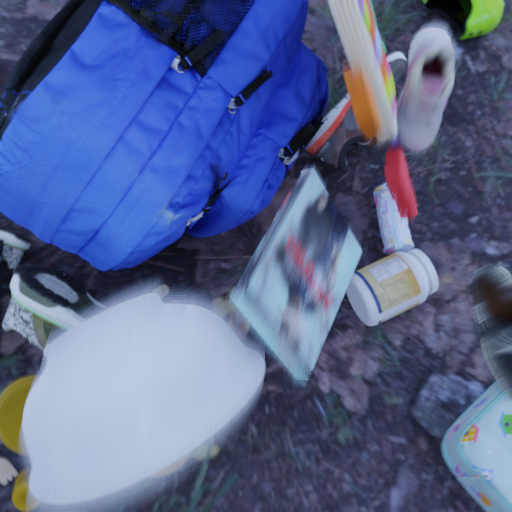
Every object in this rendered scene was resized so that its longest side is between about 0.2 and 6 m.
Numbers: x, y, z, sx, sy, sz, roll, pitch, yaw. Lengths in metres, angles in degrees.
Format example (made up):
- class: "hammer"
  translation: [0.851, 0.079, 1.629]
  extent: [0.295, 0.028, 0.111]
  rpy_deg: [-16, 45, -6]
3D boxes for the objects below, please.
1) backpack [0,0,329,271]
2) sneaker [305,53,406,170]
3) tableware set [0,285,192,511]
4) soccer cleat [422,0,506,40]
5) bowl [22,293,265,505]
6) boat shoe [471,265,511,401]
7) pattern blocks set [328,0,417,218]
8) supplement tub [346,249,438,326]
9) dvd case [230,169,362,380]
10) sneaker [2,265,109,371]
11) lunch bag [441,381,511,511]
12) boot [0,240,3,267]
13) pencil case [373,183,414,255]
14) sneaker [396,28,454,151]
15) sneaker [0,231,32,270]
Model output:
- class: "backpack"
  translation: [-1.547, -2.116, 8.961]
  extent: [4.263, 4.128, 5.080]
  rpy_deg: [37, 69, -11]
- class: "sneaker"
  translation: [2.162, -2.761, 11.033]
  extent: [1.132, 1.066, 2.766]
  rpy_deg: [42, 82, -1]
- class: "tableware set"
  translation: [-2.267, 2.478, 8.917]
  extent: [3.953, 0.607, 2.663]
  rpy_deg: [-36, 95, -8]
- class: "soccer cleat"
  translation: [3.905, -6.069, 12.031]
  extent: [1.361, 1.134, 3.359]
  rpy_deg: [-28, 75, -22]
- class: "bowl"
  translation: [-1.552, 1.381, 6.780]
  extent: [3.083, 3.083, 1.386]
  rpy_deg: [-26, 98, -9]
- class: "boat shoe"
  translation: [3.330, 1.067, 7.508]
  extent: [0.702, 0.661, 1.955]
  rpy_deg: [-17, 79, 22]
- class: "pattern blocks set"
  translation: [1.655, -3.109, 8.358]
  extent: [0.363, 4.475, 3.933]
  rpy_deg: [-14, 51, 22]
- class: "supplement tub"
  translation: [2.332, 0.523, 9.677]
  extent: [1.358, 0.981, 0.981]
  rpy_deg: [-24, 71, -8]
- class: "dvd case"
  translation: [0.626, 0.204, 7.197]
  extent: [0.246, 1.631, 2.235]
  rpy_deg: [-4, 43, 41]
- class: "sneaker"
  translation: [-2.938, 1.547, 9.444]
  extent: [3.224, 1.240, 1.428]
  rpy_deg: [38, 109, 6]
- class: "lunch bag"
  translation: [4.637, 3.283, 8.552]
  extent: [2.414, 1.160, 3.010]
  rpy_deg: [-39, 74, -16]
- class: "boot"
  translation: [-5.256, 0.828, 9.619]
  extent: [1.843, 0.734, 2.235]
  rpy_deg: [0, 88, 13]
- class: "pencil case"
  translation: [2.533, -0.682, 10.333]
  extent: [0.556, 0.606, 1.336]
  rpy_deg: [-4, 70, -2]
- class: "sneaker"
  translation: [2.710, -2.614, 9.045]
  extent: [0.789, 1.938, 0.855]
  rpy_deg: [3, 27, 6]
- class: "sneaker"
  translation: [-4.962, -0.150, 10.183]
  extent: [1.641, 0.631, 0.727]
  rpy_deg: [12, 81, 8]
